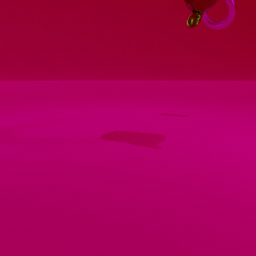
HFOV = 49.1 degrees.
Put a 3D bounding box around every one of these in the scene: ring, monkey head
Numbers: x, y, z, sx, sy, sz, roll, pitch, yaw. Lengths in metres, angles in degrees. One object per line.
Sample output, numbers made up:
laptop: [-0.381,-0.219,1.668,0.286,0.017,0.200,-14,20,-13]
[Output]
ring: [2.829,-3.716,8.833,1.192,1.192,0.238,9,35,41]
monkey head: [1.364,-2.273,4.688,0.845,1.174,0.708,36,13,31]
